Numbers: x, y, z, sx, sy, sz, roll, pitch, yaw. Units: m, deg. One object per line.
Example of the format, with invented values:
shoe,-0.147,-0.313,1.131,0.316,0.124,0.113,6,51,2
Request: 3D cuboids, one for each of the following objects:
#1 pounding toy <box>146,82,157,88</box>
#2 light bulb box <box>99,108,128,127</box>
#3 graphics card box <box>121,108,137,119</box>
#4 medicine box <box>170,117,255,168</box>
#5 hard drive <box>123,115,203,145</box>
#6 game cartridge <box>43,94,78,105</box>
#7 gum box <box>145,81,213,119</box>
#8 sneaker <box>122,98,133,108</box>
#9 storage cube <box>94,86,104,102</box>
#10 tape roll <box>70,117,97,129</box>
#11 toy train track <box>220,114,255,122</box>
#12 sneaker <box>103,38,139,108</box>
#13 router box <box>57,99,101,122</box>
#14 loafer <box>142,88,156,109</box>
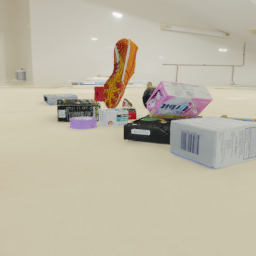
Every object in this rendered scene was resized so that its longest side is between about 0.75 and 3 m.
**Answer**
pounding toy,1.699,-1.566,14.612,2.004,1.146,1.149,28,23,26
light bulb box,-0.497,-0.374,9.503,0.802,0.505,0.809,-5,12,-24
graphics card box,-0.057,-0.575,11.091,0.761,0.308,1.213,-1,12,-1
medicine box,1.800,0.223,5.750,1.401,0.721,1.276,-5,12,-30
hard drive,1.073,-0.012,7.724,1.678,0.454,2.402,4,12,21
game cartridge,-3.992,-1.736,16.776,1.851,0.562,2.777,-1,10,-23
gum box,1.259,-0.673,7.114,1.503,0.497,0.853,2,-36,-28
sneaker,-0.048,-1.177,14.586,0.273,0.432,0.768,-5,42,-38
storage cube,-1.522,-2.187,17.961,0.978,0.930,1.088,6,12,22
tape roll,-1.444,-0.177,9.062,0.866,0.284,0.866,-1,11,0
toy train track,4.492,-0.418,10.185,2.154,0.350,1.236,4,11,25
sneaker,-0.165,-1.843,9.963,0.927,2.539,0.979,26,11,36
router box,-1.965,-0.726,10.950,1.561,0.647,2.083,-3,12,-13
loafer,1.165,-0.890,9.027,0.883,0.876,2.425,6,-11,28
